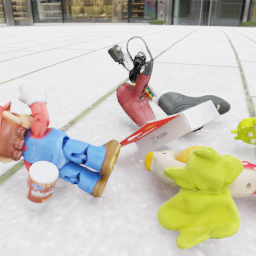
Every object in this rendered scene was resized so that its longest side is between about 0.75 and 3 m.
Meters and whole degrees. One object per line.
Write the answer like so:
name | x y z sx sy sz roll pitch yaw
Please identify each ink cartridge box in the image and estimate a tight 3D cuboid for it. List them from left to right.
ink cartridge box | 0.721 0.170 6.371 1.829 0.464 2.076 -20 -9 -32

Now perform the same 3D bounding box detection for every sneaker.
sneaker | 2.137 -0.397 8.164 2.583 0.913 1.281 4 39 -23

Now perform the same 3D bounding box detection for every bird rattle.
bird rattle | 1.658 0.766 5.126 2.924 1.647 2.384 -8 17 -32

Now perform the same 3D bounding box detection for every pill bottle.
pill bottle | -1.555 1.042 4.956 0.488 0.870 0.488 17 35 -12

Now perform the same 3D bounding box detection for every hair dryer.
hair dryer | 0.203 -1.005 7.793 0.774 2.850 2.171 -28 20 -14

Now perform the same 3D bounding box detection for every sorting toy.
sorting toy | 0.582 -1.483 10.919 0.888 0.311 0.894 28 -9 35

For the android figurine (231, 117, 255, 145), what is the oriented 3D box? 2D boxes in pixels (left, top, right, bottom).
android figurine | 3.406 0.101 6.773 1.704 1.551 0.350 -4 61 29

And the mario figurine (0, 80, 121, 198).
mario figurine | -1.561 0.190 5.504 2.821 1.741 1.495 23 -10 -1
